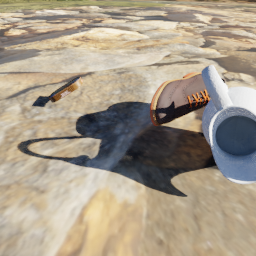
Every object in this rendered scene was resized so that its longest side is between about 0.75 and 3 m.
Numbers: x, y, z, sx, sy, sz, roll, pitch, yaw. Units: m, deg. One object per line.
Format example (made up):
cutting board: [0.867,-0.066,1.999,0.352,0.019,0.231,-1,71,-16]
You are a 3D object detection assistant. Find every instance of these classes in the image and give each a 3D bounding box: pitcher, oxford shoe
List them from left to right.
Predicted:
oxford shoe: [1.721,-0.929,7.892,1.087,1.066,2.996,7,33,43]
pitcher: [2.394,-0.350,6.412,1.698,2.404,2.802,-21,6,24]

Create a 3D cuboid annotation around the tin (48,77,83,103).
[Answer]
tin: [-2.137,-1.322,9.665,1.343,0.281,0.752,-29,28,10]
